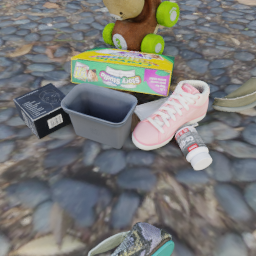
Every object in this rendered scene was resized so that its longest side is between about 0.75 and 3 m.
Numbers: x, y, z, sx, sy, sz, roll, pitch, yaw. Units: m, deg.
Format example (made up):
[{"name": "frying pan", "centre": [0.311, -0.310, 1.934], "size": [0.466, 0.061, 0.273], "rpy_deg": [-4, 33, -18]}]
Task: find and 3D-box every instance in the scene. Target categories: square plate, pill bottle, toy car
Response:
[{"name": "square plate", "centre": [0.994, -0.290, 7.754], "size": [1.362, 0.196, 1.375], "rpy_deg": [-17, 46, -15]}, {"name": "pill bottle", "centre": [1.558, 0.473, 6.660], "size": [0.549, 0.549, 0.965], "rpy_deg": [-13, 51, -13]}, {"name": "toy car", "centre": [-0.193, -3.953, 9.317], "size": [2.454, 2.357, 2.987], "rpy_deg": [29, 7, 35]}]

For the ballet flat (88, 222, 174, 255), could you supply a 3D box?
[{"name": "ballet flat", "centre": [-0.462, 2.388, 4.205], "size": [1.008, 1.008, 2.802], "rpy_deg": [33, 45, 30]}]

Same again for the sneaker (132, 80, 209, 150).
[{"name": "sneaker", "centre": [1.098, -0.451, 6.920], "size": [2.365, 1.236, 0.890], "rpy_deg": [-28, 55, -24]}]

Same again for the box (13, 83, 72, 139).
[{"name": "box", "centre": [-2.237, -0.496, 7.591], "size": [1.178, 0.730, 1.158], "rpy_deg": [-31, 53, -27]}]

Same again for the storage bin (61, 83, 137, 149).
[{"name": "storage bin", "centre": [-0.644, -0.290, 7.057], "size": [1.693, 1.137, 1.232], "rpy_deg": [18, 49, 17]}]

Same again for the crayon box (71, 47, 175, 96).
[{"name": "crayon box", "centre": [-0.025, -1.793, 8.417], "size": [2.702, 0.788, 2.331], "rpy_deg": [9, 23, 8]}]

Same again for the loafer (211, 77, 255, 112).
[{"name": "loafer", "centre": [3.374, -1.010, 7.833], "size": [2.263, 0.788, 0.851], "rpy_deg": [-15, 13, -9]}]
